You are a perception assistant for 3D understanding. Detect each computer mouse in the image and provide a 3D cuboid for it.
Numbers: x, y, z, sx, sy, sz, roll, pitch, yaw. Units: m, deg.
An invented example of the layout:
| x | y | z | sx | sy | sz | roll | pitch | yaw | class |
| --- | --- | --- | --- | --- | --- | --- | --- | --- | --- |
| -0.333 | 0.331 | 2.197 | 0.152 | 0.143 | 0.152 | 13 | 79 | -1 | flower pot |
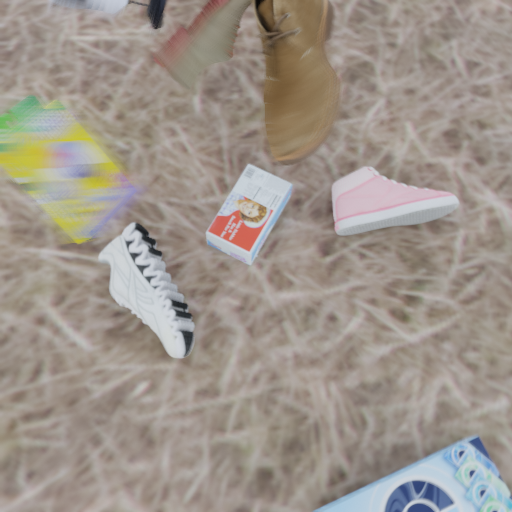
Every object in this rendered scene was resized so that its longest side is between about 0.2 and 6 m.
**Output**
| x | y | z | sx | sy | sz | roll | pitch | yaw | class |
| --- | --- | --- | --- | --- | --- | --- | --- | --- | --- |
| -2.385 | -4.195 | 8.842 | 1.969 | 0.432 | 1.080 | 6 | 64 | -6 | computer mouse |

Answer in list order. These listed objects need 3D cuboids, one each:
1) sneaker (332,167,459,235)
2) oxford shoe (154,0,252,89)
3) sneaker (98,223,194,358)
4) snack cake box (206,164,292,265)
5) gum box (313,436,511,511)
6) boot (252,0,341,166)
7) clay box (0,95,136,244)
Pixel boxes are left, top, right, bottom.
| x | y | z | sx | sy | sz | roll | pitch | yaw | class |
| --- | --- | --- | --- | --- | --- | --- | --- | --- | --- |
| 2.259 | -1.054 | 9.376 | 2.087 | 0.786 | 1.091 | -10 | 73 | 0 | sneaker |
| -0.541 | -3.458 | 8.547 | 2.148 | 0.803 | 0.757 | -35 | 26 | 19 | oxford shoe |
| -1.705 | 0.635 | 8.756 | 0.936 | 0.868 | 2.309 | -31 | 69 | 4 | sneaker |
| -0.107 | -0.699 | 9.394 | 0.857 | 0.501 | 1.490 | 27 | 70 | 9 | snack cake box |
| 2.349 | 3.955 | 7.439 | 2.556 | 0.569 | 2.172 | -22 | 69 | -9 | gum box |
| 0.342 | -2.576 | 7.229 | 1.157 | 1.186 | 3.143 | -19 | 53 | 32 | boot |
| -2.350 | -1.085 | 6.736 | 1.674 | 0.398 | 0.962 | 51 | 51 | -23 | clay box |
